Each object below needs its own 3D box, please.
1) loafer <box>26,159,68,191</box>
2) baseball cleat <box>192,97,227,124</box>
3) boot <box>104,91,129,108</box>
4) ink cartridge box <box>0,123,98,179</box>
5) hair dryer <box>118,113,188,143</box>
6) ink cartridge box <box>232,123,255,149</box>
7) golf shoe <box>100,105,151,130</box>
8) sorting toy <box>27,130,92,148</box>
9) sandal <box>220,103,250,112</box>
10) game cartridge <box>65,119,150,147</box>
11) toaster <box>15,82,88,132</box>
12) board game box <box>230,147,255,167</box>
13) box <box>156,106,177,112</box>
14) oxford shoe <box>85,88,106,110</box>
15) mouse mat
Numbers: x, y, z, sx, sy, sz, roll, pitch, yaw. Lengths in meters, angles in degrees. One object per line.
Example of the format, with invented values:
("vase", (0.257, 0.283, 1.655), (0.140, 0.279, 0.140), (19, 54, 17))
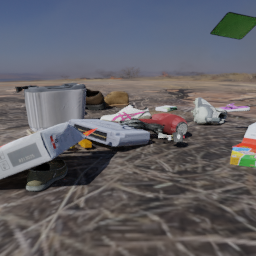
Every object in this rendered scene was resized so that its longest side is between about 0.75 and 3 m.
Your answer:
("loafer", (-1.610, 0.856, 5.714), (0.478, 0.443, 1.271), (2, 12, 11))
("baseball cleat", (3.496, -0.659, 12.144), (1.409, 0.923, 2.647), (8, 23, 9))
("boot", (-1.173, -1.665, 16.307), (2.503, 0.944, 0.921), (-5, 16, -12))
("ink cartridge box", (-1.949, 0.354, 6.025), (2.015, 0.623, 2.485), (-20, 9, 16))
("hair dryer", (0.951, -0.225, 9.185), (2.053, 0.732, 2.695), (19, 8, 11))
("ink cartridge box", (4.378, 0.274, 8.170), (1.881, 0.582, 2.320), (10, 13, 41))
("golf shoe", (-0.091, -0.384, 10.225), (1.882, 0.867, 0.683), (-1, -20, -12))
("sorting toy", (-2.034, 0.362, 8.515), (1.673, 0.301, 2.246), (-2, 12, -29))
("sandal", (5.633, -1.130, 14.959), (1.774, 0.436, 0.722), (-3, 12, -13))
("game cartridge", (-0.603, 0.111, 8.676), (2.410, 0.488, 1.607), (15, 14, 41))
("toaster", (-2.720, -0.771, 10.275), (2.554, 1.649, 1.451), (-9, 14, -31))
("board game box", (2.958, 0.717, 6.965), (0.730, 0.192, 0.955), (5, 13, 22))
("box", (2.095, -1.053, 15.201), (0.747, 0.188, 1.035), (10, 16, 39))
("oxford shoe", (-2.713, -1.725, 15.341), (2.926, 1.235, 1.063), (-1, 41, 10))
("mouse mat", (2.722, -2.579, 7.123), (1.018, 0.038, 0.820), (2, -22, -19))
